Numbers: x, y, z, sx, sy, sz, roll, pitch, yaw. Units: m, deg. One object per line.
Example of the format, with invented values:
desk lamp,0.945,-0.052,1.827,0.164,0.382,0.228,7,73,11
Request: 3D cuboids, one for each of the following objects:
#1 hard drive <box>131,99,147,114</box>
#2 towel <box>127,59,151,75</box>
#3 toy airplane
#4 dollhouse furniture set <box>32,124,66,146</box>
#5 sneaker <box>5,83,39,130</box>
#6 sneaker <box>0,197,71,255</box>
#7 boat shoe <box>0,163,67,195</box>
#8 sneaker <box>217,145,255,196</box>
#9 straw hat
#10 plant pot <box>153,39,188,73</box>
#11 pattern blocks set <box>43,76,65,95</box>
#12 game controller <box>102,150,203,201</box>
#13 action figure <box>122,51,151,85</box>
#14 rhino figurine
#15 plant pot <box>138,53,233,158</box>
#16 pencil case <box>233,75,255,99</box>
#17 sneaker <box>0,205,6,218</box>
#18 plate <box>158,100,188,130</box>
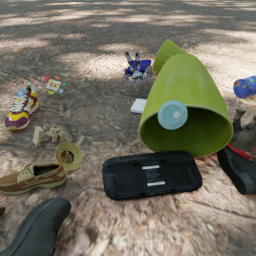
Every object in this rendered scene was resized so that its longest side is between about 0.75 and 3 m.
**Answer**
hard drive,1.011,-0.888,12.259,1.575,0.200,1.039,9,34,14
towel,0.642,-3.476,16.144,1.281,0.430,1.735,0,32,12
toy airplane,3.127,0.548,9.858,2.135,0.393,2.135,-1,31,0
dollhouse furniture set,-2.935,0.295,10.291,0.940,0.612,0.863,-1,26,-43
sneaker,-4.398,-0.919,11.438,0.946,1.137,2.525,0,33,0
sneaker,-2.013,2.755,6.051,1.288,1.078,2.838,23,46,17
boat shoe,-2.832,1.383,8.232,2.001,0.739,0.757,-8,34,-12
sneaker,3.697,1.312,8.442,1.233,0.710,2.364,-6,38,-9
straw hat,-2.027,0.969,9.124,0.439,1.037,1.037,-30,11,40
plant pot,2.650,-3.467,15.089,1.993,1.864,1.864,30,41,13
pattern blocks set,-3.468,-2.009,13.075,1.067,0.086,0.938,6,75,5
game controller,0.720,1.395,8.520,2.983,0.628,1.556,-5,48,-8
action figure,0.353,-2.789,13.335,1.315,0.701,2.021,-10,54,-4
rhino figurine,4.317,0.214,9.225,2.923,1.278,0.874,8,19,-37
plant pot,1.802,-0.962,9.157,2.758,2.758,2.948,3,55,4
pencil case,6.248,-2.104,13.440,2.431,0.949,1.056,-17,27,-23
sneaker,-3.794,2.313,7.073,0.563,0.421,1.254,23,42,24
plate,1.137,-0.352,7.229,0.788,0.788,0.101,19,-5,27
